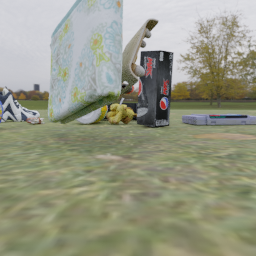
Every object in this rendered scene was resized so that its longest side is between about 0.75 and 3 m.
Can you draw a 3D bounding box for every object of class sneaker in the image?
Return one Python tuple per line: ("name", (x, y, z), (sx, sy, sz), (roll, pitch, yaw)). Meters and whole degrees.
("sneaker", (-0.347, -1.293, 9.530), (1.127, 0.434, 0.462), (-16, -16, 34))
("sneaker", (-5.546, -1.168, 13.664), (2.601, 1.693, 1.038), (-4, 7, -42))

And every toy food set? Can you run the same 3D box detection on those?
("toy food set", (0.176, -1.528, 6.173), (0.458, 1.518, 1.089), (26, -20, -16))

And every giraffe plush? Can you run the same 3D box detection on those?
("giraffe plush", (-0.181, -0.574, 11.771), (0.954, 1.176, 1.015), (27, 18, -40))

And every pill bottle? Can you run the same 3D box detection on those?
("pill bottle", (-1.587, -0.840, 12.385), (1.227, 1.227, 2.209), (1, 5, 7))

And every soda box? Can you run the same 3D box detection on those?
("soda box", (0.967, -1.402, 10.107), (0.847, 2.676, 0.947), (-7, 13, -44))

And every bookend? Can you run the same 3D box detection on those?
("bookend", (-0.710, -0.831, 14.339), (1.971, 0.914, 1.984), (-4, 7, -29))

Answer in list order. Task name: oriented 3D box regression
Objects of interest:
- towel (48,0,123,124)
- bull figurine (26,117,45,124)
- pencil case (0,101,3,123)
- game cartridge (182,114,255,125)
("towel", (-1.032, -1.543, 6.380), (0.715, 2.543, 2.970), (6, -14, -34))
("bull figurine", (-3.796, -0.297, 11.673), (0.528, 0.283, 0.869), (3, 6, 35))
("pencil case", (-5.212, -0.420, 8.500), (1.052, 1.171, 2.696), (-36, -17, 31))
("game cartridge", (3.835, -0.381, 11.846), (2.667, 0.512, 1.729), (-1, 0, -9))
